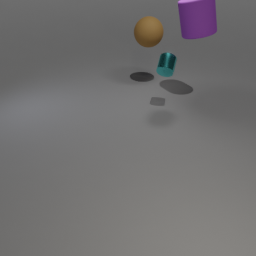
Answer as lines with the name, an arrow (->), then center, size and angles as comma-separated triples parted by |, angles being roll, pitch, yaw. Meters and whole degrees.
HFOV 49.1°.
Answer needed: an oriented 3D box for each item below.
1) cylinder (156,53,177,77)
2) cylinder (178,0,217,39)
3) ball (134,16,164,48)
cylinder -> 1.531, -2.498, 11.106 | 0.700, 0.700, 0.700 | 10, 70, 16
cylinder -> 2.756, -4.404, 11.080 | 1.400, 1.400, 1.400 | -11, 28, 6
ball -> 0.978, -4.542, 13.268 | 1.400, 1.400, 1.400 | 0, 31, 0
